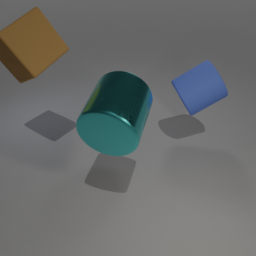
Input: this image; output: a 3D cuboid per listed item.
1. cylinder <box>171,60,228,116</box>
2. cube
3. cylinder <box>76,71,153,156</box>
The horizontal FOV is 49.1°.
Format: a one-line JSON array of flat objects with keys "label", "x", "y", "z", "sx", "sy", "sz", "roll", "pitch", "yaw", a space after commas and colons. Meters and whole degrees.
[{"label": "cylinder", "x": 2.423, "y": -1.352, "z": 9.558, "sx": 1.400, "sy": 1.400, "sz": 1.400, "roll": -30, "pitch": 31, "yaw": 12}, {"label": "cube", "x": -2.872, "y": -2.325, "z": 8.076, "sx": 1.400, "sy": 1.400, "sz": 1.400, "roll": 1, "pitch": 44, "yaw": 53}, {"label": "cylinder", "x": -0.264, "y": -0.324, "z": 6.318, "sx": 1.400, "sy": 1.400, "sz": 1.400, "roll": 9, "pitch": 48, "yaw": 14}]
